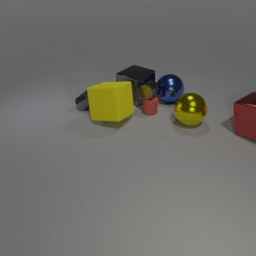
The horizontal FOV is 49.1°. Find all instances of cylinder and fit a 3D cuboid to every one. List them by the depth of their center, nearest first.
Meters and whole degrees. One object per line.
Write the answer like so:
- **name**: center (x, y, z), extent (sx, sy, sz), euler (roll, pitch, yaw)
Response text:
- **cylinder**: center (0.940, -1.719, 12.603), extent (0.700, 0.700, 0.700), euler (16, 33, 25)
- **cylinder**: center (1.021, -1.054, 12.881), extent (0.700, 0.700, 0.700), euler (2, 30, -1)
- **cylinder**: center (-1.975, -1.283, 13.020), extent (0.700, 0.700, 0.700), euler (-30, 19, 28)

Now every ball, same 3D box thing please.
- **ball**: center (2.628, -0.790, 11.785), extent (1.400, 1.400, 1.400), euler (0, 31, 0)
- **ball**: center (2.039, -1.936, 13.710), extent (1.400, 1.400, 1.400), euler (0, 31, 0)

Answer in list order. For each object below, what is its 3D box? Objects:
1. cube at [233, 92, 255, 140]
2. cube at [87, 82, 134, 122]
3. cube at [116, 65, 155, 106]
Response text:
- **cube**: center (5.145, -0.477, 10.932), extent (1.400, 1.400, 1.400), euler (-26, 27, -30)
- **cube**: center (-0.714, -1.157, 11.939), extent (1.400, 1.400, 1.400), euler (4, 20, 27)
- **cube**: center (0.398, -2.139, 13.910), extent (1.400, 1.400, 1.400), euler (25, 43, 35)
